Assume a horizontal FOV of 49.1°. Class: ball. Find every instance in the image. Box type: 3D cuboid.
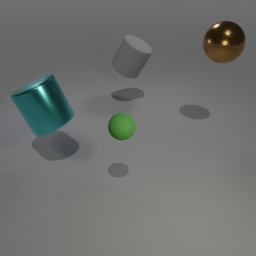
[{"bbox_3d":[3.298,-2.938,9.641,1.400,1.400,1.400,0,29,0],"label":"ball"},{"bbox_3d":[-0.155,-0.036,7.059,0.700,0.700,0.700,0,29,0],"label":"ball"}]

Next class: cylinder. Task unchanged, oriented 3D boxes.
[{"bbox_3d":[-2.557,-0.698,8.493,1.400,1.400,1.400,-21,24,10],"label":"cylinder"},{"bbox_3d":[0.166,-3.198,12.609,1.400,1.400,1.400,21,37,-17],"label":"cylinder"}]
